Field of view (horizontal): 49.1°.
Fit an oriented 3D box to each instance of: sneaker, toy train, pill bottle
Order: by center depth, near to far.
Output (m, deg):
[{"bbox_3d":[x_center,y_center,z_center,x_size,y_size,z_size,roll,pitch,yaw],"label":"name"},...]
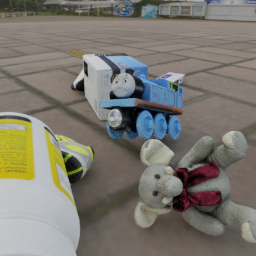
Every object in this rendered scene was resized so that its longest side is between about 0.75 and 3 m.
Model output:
[{"bbox_3d":[-1.580,1.044,3.701,1.690,1.690,2.956,-8,26,-17],"label":"pill bottle"},{"bbox_3d":[-1.858,0.495,5.993,2.436,0.919,0.931,19,23,18],"label":"sneaker"},{"bbox_3d":[0.413,-0.463,6.413,1.109,1.461,2.558,-1,-3,34],"label":"toy train"}]

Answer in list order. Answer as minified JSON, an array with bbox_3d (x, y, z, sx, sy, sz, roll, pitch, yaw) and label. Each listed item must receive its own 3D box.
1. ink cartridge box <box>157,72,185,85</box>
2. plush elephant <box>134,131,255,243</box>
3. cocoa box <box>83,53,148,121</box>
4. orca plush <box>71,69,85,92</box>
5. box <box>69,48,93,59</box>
[{"bbox_3d":[1.763,-2.016,11.890,0.814,0.321,1.637,15,30,30],"label":"ink cartridge box"},{"bbox_3d":[0.830,0.882,4.320,1.427,1.518,1.843,2,-11,-23],"label":"plush elephant"},{"bbox_3d":[-0.472,-1.467,9.174,1.557,1.583,2.373,-8,26,-17],"label":"cocoa box"},{"bbox_3d":[-1.588,-1.921,11.511,1.393,0.941,2.648,-48,19,3],"label":"orca plush"},{"bbox_3d":[-0.837,-2.975,12.581,2.978,0.317,2.434,14,10,6],"label":"box"}]
